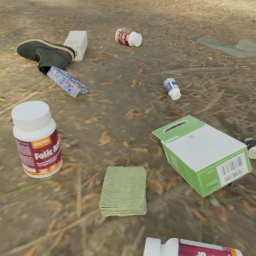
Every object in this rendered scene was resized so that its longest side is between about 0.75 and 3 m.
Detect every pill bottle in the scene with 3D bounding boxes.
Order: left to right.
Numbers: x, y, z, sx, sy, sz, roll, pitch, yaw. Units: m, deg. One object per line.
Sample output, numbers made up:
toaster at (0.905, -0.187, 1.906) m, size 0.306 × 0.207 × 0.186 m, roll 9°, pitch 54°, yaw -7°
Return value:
pill bottle at (-2.420, 0.314, 7.508) m, size 1.088 × 1.905 × 1.088 m, roll 0°, pitch 36°, yaw 0°
pill bottle at (0.040, -5.084, 15.824) m, size 1.384 × 0.790 × 0.790 m, roll 24°, pitch 43°, yaw 30°
pill bottle at (1.771, -1.536, 11.101) m, size 0.462 × 0.462 × 0.799 m, roll -11°, pitch 59°, yaw -15°
pill bottle at (1.162, 2.605, 5.197) m, size 1.748 × 0.958 × 0.958 m, roll 7°, pitch 37°, yaw 9°

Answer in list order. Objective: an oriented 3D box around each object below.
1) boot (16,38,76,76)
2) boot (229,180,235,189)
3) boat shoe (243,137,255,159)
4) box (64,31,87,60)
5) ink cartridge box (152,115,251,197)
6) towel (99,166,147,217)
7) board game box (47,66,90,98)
boot at (-4.191, -3.268, 13.178) m, size 2.925 × 1.133 × 2.023 m, roll 6°, pitch 42°, yaw 9°
boot at (2.491, 1.297, 7.606) m, size 0.734 × 0.292 × 0.843 m, roll 2°, pitch 32°, yaw 12°
boat shoe at (4.377, 0.479, 8.353) m, size 1.788 × 0.642 × 0.604 m, roll -4°, pitch 41°, yaw -2°
box at (-2.764, -4.419, 14.899) m, size 0.969 × 0.806 × 2.358 m, roll 1°, pitch 36°, yaw 1°
ink cartridge box at (1.817, 0.584, 7.532) m, size 1.377 × 0.787 × 2.653 m, roll -25°, pitch 25°, yaw -9°
towel at (-0.098, 1.575, 7.170) m, size 1.170 × 0.288 × 1.577 m, roll 1°, pitch 37°, yaw 3°
board game box at (-2.206, -1.683, 10.970) m, size 1.423 × 0.439 × 1.423 m, roll 44°, pitch 14°, yaw 23°
